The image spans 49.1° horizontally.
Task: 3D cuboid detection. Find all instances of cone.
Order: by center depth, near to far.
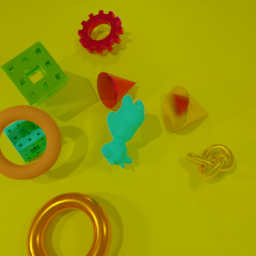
[{"bbox_3d":[1.834,-0.467,7.970,1.253,1.248,1.248,7,57,-27],"label":"cone"},{"bbox_3d":[-0.189,-1.230,8.309,1.090,1.086,1.086,-19,61,-29],"label":"cone"}]

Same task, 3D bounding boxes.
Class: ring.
[{"bbox_3d":[-1.338,2.432,6.310,1.979,0.396,1.979,-5,63,9],"label":"ring"},{"bbox_3d":[-2.471,0.345,6.628,1.776,0.355,1.776,0,92,-12],"label":"ring"}]

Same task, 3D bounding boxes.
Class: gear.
[{"bbox_3d":[-0.914,-3.206,9.359,1.517,0.281,1.517,-4,73,13],"label":"gear"}]

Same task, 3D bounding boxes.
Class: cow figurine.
[{"bbox_3d":[-0.102,0.127,7.064,0.848,1.544,1.520,21,40,-28],"label":"cow figurine"}]

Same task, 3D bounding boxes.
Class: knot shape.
[{"bbox_3d":[2.128,0.795,7.002,1.122,0.554,1.199,-17,19,-15],"label":"knot shape"}]

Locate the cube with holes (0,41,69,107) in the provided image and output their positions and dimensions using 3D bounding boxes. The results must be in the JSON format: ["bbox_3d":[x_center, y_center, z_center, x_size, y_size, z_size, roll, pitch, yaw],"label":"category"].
[{"bbox_3d":[-2.459,-1.373,7.556,1.175,1.175,1.175,-39,99,-11],"label":"cube with holes"}]

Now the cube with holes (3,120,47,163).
[{"bbox_3d":[-2.652,0.277,7.392,0.772,0.772,0.772,-36,71,-21],"label":"cube with holes"}]
